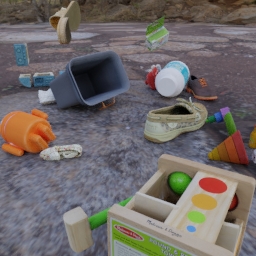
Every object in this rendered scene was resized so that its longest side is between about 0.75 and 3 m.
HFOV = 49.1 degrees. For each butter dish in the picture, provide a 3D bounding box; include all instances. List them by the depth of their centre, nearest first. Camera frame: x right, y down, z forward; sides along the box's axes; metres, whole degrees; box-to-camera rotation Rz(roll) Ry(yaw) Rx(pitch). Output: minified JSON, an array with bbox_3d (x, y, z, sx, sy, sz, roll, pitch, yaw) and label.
[{"bbox_3d":[1.135,-2.205,13.015,0.732,0.987,0.990,-18,22,23],"label":"butter dish"}]

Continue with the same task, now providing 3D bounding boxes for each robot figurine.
[{"bbox_3d":[-2.848,0.102,7.789,1.722,1.239,1.004,16,8,30],"label":"robot figurine"}]

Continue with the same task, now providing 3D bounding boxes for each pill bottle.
[{"bbox_3d":[1.909,-2.094,12.154,1.246,1.246,2.250,8,27,17],"label":"pill bottle"}]

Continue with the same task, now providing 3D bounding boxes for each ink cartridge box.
[{"bbox_3d":[1.189,-3.772,11.309,0.897,1.214,0.460,-33,75,-9],"label":"ink cartridge box"}]

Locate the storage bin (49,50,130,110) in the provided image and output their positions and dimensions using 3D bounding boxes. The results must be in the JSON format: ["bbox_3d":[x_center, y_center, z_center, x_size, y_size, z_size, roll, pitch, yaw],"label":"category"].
[{"bbox_3d":[-1.510,-1.599,10.775,1.823,1.975,2.714,-15,10,42],"label":"storage bin"}]

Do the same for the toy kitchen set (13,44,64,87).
[{"bbox_3d":[-3.853,-2.917,13.024,2.487,1.992,1.465,-7,25,-14],"label":"toy kitchen set"}]

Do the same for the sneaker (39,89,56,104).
[{"bbox_3d":[-2.845,-1.404,11.253,1.465,0.648,0.551,-13,-5,-27],"label":"sneaker"}]

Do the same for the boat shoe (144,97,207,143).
[{"bbox_3d":[1.657,-0.394,8.940,1.057,0.904,2.884,21,32,37],"label":"boat shoe"}]

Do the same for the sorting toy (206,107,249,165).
[{"bbox_3d":[2.674,0.201,8.073,0.948,0.955,2.753,-18,23,17],"label":"sorting toy"}]

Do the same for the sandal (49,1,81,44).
[{"bbox_3d":[-1.640,-2.610,6.850,0.635,0.708,1.930,0,40,2],"label":"sandal"}]

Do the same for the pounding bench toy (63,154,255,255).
[{"bbox_3d":[0.471,1.419,4.383,2.428,1.508,1.894,14,29,27],"label":"pounding bench toy"}]

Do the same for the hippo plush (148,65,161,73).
[{"bbox_3d":[1.507,-3.023,14.718,0.950,0.757,0.764,-2,26,-3],"label":"hippo plush"}]

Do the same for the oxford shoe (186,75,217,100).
[{"bbox_3d":[3.118,-1.739,11.999,0.722,0.736,2.029,-9,27,-18],"label":"oxford shoe"}]

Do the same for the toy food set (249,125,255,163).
[{"bbox_3d":[3.663,0.514,7.282,0.718,0.677,1.504,5,26,10],"label":"toy food set"}]

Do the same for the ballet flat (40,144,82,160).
[{"bbox_3d":[-1.724,0.662,7.330,1.100,0.416,0.352,-11,36,-18],"label":"ballet flat"}]
